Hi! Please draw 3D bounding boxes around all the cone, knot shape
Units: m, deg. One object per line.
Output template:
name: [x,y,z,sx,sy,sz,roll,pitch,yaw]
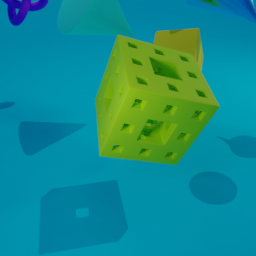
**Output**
cone: [2.601,-3.120,6.813,1.653,1.646,1.646,47,49,2]
cone: [-0.488,-2.584,6.571,1.685,1.679,1.679,21,22,-38]
knot shape: [-2.821,-3.583,7.552,1.367,1.461,0.675,-8,15,10]

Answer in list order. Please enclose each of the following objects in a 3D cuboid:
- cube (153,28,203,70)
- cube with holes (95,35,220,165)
cube: [1.255,-1.710,7.111,1.086,1.086,1.086,4,66,22]
cube with holes: [0.334,-0.415,4.591,1.372,1.372,1.372,9,43,-19]
